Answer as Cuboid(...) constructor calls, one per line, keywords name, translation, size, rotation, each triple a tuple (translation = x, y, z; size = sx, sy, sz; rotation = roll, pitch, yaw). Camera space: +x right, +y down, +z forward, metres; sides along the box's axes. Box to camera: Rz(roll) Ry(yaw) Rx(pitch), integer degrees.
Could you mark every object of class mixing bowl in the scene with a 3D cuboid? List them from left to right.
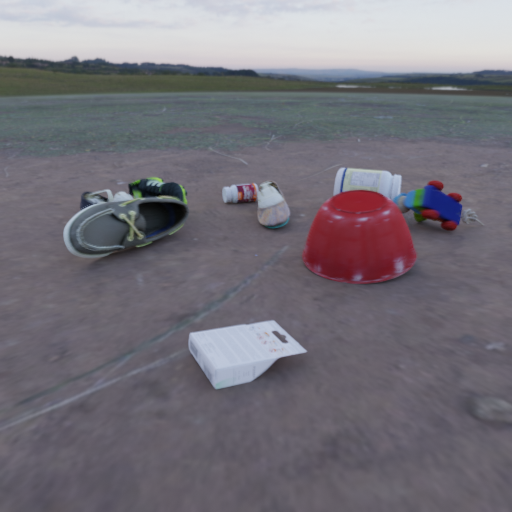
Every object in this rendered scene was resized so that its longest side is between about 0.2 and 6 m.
Cuboid(name="mixing bowl", translation=(1.805, -0.490, 9.929), size=(2.025, 1.097, 2.025), rotation=(-5, 28, 2))

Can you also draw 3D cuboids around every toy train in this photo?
Cuboid(name="toy train", translation=(3.958, -0.922, 12.248), size=(1.885, 0.798, 1.091), rotation=(23, -14, -33))

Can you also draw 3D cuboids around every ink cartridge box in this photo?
Cuboid(name="ink cartridge box", translation=(-0.126, 1.205, 7.053), size=(1.214, 0.304, 0.977), rotation=(-5, 20, -24))

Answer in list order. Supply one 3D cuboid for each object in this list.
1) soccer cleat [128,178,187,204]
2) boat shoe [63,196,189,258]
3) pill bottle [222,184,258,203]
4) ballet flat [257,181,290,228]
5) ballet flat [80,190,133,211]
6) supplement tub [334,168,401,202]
Cuboid(name="soccer cleat", translation=(-2.312, -1.365, 13.080), size=(0.960, 0.800, 2.369), rotation=(-10, 19, -27))
Cuboid(name="boat shoe", translation=(-2.400, -0.635, 10.745), size=(0.821, 0.981, 2.745), rotation=(-7, 10, 35))
Cuboid(name="pill bottle", translation=(-0.397, -1.565, 14.108), size=(0.836, 0.458, 0.458), rotation=(-8, 22, -18))
Cuboid(name="ballet flat", translation=(0.300, -1.259, 12.820), size=(0.751, 0.742, 2.205), rotation=(-19, 19, 3))
Cuboid(name="ballet flat", translation=(-3.248, -1.150, 12.728), size=(1.919, 0.701, 0.701), rotation=(11, 23, 27))
Cuboid(name="supplement tub", translation=(2.600, -1.489, 13.086), size=(1.439, 1.043, 1.043), rotation=(7, 22, 16))
